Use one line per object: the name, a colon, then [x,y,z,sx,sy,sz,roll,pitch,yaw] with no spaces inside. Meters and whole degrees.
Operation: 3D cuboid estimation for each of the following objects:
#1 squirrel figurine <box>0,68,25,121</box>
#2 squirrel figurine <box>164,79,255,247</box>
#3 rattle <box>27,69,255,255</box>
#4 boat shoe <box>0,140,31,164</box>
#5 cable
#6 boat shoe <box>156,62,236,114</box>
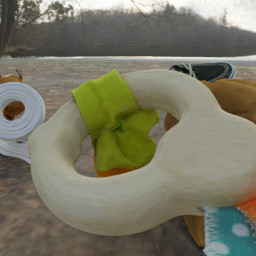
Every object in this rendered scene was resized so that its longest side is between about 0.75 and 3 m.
squirrel figurine: [-3.908,-0.906,7.358,2.023,2.668,2.858,-33,43,23]
squirrel figurine: [1.964,0.193,4.078,2.562,1.943,2.745,3,25,-15]
rattle: [0.456,0.697,2.629,2.909,2.078,1.894,21,40,38]
boat shoe: [-2.165,0.284,5.913,1.839,0.601,0.677,11,27,32]
cable: [-2.232,-0.314,5.490,1.180,1.180,0.408,10,-10,-5]
boat shoe: [1.120,-0.895,5.713,2.288,0.729,0.809,-21,56,1]
